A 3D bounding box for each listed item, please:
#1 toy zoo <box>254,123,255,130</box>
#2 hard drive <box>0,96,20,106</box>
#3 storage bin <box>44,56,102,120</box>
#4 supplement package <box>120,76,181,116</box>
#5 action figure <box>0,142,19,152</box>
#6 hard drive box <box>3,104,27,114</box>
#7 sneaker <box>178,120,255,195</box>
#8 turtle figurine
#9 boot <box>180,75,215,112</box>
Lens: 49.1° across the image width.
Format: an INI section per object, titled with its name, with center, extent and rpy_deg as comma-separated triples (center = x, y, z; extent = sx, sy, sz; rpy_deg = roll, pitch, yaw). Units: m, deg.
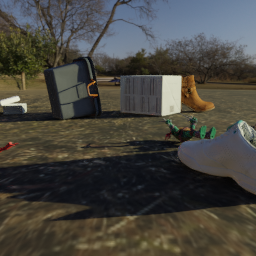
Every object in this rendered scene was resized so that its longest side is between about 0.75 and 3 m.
[toy zoo]
center = 5.685, 0.024, 8.947
extent = 1.698, 0.265, 2.589
rpy_deg = -9, 13, -43
[hard drive]
center = -6.577, -1.141, 13.847
extent = 1.997, 0.253, 1.318
rpy_deg = -12, 13, 21
[storage bin]
center = -2.405, -1.594, 12.166
extent = 1.811, 2.696, 1.962
rpy_deg = -20, 20, -32
[supplement package]
center = 1.127, -1.679, 14.016
extent = 2.467, 1.858, 1.872
rpy_deg = 7, 12, 37
[action figure]
center = -3.022, 0.347, 5.199
extent = 1.160, 0.765, 2.344
rpy_deg = -24, 7, 8
[hard drive box]
center = -5.673, -0.972, 14.107
extent = 0.905, 0.446, 1.162
rpy_deg = -2, 10, -9
[sneaker]
center = 1.781, 0.347, 4.927
extent = 0.865, 1.017, 2.299
rpy_deg = -7, 12, -30
[turtle figurine]
center = 1.570, 0.036, 7.602
extent = 1.065, 0.716, 1.423
rpy_deg = -16, 19, -39
[boot]
center = 3.368, -1.813, 14.681
extent = 2.450, 1.902, 0.939
rpy_deg = 0, 10, 1
